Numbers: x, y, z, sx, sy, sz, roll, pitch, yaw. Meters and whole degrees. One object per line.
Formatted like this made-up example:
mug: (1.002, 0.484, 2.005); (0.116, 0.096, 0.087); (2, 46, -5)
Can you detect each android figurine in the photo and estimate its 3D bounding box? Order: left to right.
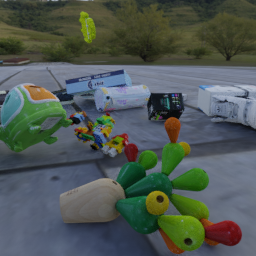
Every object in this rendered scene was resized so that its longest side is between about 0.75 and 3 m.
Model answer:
android figurine: (-1.291, -3.178, 8.904); (0.211, 0.936, 1.028); (-20, 39, -21)

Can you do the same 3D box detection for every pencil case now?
pencil case: (-0.210, -1.248, 11.359); (2.303, 0.957, 1.045); (-8, -11, -33)

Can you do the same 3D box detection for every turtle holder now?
turtle holder: (-2.231, -0.202, 6.433); (1.344, 1.256, 1.768); (-25, -14, -34)

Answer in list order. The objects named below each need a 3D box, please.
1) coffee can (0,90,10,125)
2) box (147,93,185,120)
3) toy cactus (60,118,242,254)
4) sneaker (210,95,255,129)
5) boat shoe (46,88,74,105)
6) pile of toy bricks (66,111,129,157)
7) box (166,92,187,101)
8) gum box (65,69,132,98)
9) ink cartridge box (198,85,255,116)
coffee can: (-3.470, -0.441, 6.898); (1.156, 0.846, 0.846); (-14, 20, -31)
box: (1.262, -0.723, 9.506); (1.083, 0.673, 0.804); (-2, -23, -8)
toy cactus: (0.129, 0.833, 3.921); (2.152, 1.334, 2.608); (-11, 25, -5)
sneaker: (3.435, -0.490, 8.796); (1.518, 0.993, 2.642); (2, 10, 10)
boat shoe: (-3.531, -1.372, 12.282); (2.473, 0.765, 0.926); (-8, 18, -28)
pile of toy bricks: (-0.692, -0.042, 6.784); (0.847, 0.952, 1.716); (-43, 36, -25)
box: (1.962, -1.446, 13.436); (1.168, 0.308, 1.498); (13, 21, 39)
gum box: (-1.149, -1.892, 12.531); (2.445, 0.641, 2.877); (-9, 1, 6)
ink cartridge box: (4.072, -1.096, 10.890); (2.298, 0.962, 1.667); (0, 15, -1)
